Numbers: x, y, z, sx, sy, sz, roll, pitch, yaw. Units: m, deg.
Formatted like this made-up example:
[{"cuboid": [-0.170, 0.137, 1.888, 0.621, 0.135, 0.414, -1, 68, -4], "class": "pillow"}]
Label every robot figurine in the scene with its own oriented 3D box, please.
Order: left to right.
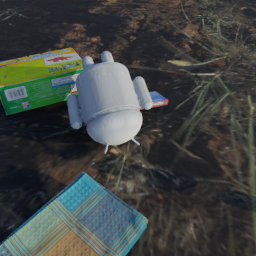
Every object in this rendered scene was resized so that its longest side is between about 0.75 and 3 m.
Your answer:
[{"cuboid": [-0.509, -0.664, 7.349, 2.203, 1.467, 2.597, -17, 76, 1], "class": "robot figurine"}]

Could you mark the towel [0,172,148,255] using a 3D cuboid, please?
[{"cuboid": [-1.047, 2.112, 5.299, 1.894, 0.280, 2.582, 33, 48, 22], "class": "towel"}]

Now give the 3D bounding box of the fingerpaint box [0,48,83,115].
[{"cuboid": [-2.849, -1.659, 9.344, 2.746, 1.007, 2.291, -17, 36, -17], "class": "fingerpaint box"}]

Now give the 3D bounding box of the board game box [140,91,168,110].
[{"cuboid": [0.128, -0.801, 8.890, 2.034, 0.198, 1.047, -11, 24, -14], "class": "board game box"}]
